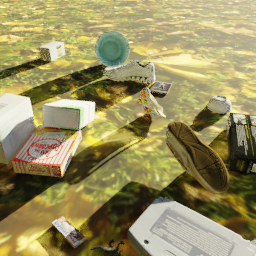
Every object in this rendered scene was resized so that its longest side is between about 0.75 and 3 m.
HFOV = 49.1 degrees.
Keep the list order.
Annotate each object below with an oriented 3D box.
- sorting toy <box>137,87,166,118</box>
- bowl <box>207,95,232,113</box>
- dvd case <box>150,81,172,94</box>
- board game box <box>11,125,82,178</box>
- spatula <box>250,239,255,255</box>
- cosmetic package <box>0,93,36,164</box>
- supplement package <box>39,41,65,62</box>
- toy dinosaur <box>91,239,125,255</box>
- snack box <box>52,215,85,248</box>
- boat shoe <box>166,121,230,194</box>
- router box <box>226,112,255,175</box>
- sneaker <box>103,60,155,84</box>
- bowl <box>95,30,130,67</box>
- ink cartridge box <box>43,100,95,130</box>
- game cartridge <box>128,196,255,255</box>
[{"bbox_3d":[0.901,-0.741,9.774,0.585,1.095,0.986,-44,38,-2],"label":"sorting toy"},{"bbox_3d":[3.487,-0.966,10.596,0.933,0.420,0.933,0,33,0],"label":"bowl"},{"bbox_3d":[1.420,-1.747,12.057,0.787,0.085,1.058,10,35,16],"label":"dvd case"},{"bbox_3d":[-2.295,0.616,8.206,1.398,0.427,1.845,4,34,6],"label":"board game box"},{"bbox_3d":[3.982,2.403,5.151,2.819,0.226,1.960,-21,28,-4],"label":"spatula"},{"bbox_3d":[-3.531,-0.003,8.201,0.899,1.463,1.458,13,36,17],"label":"cosmetic package"},{"bbox_3d":[-4.063,-4.147,15.068,0.693,0.720,1.265,13,36,20],"label":"supplement package"},{"bbox_3d":[-0.300,2.462,5.678,0.886,0.210,0.391,13,42,24],"label":"toy dinosaur"},{"bbox_3d":[-1.296,2.239,6.082,0.821,0.100,0.295,28,43,35],"label":"snack box"},{"bbox_3d":[1.800,0.838,7.562,0.865,0.776,2.336,-15,54,-22],"label":"boat shoe"},{"bbox_3d":[3.907,0.447,8.295,1.778,0.609,2.384,8,35,12],"label":"router box"},{"bbox_3d":[0.053,-2.608,12.581,2.388,0.968,0.897,5,36,10],"label":"sneaker"},{"bbox_3d":[-0.845,-3.990,14.203,1.759,1.759,0.920,-8,16,-11],"label":"bowl"},{"bbox_3d":[-1.870,-0.478,9.152,1.204,0.693,1.649,6,13,8],"label":"ink cartridge box"},{"bbox_3d":[1.200,2.375,5.612,2.268,0.464,1.510,23,36,30],"label":"game cartridge"}]
